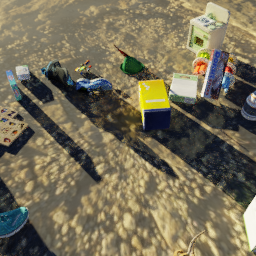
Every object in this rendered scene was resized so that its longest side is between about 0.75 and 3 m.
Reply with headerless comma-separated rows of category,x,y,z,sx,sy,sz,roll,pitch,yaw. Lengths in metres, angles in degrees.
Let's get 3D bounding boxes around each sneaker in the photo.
sneaker,-3.186,-2.321,12.591,0.936,0.837,2.286,-29,40,-18
sneaker,-3.685,2.668,7.777,1.823,0.726,0.707,-19,42,-16
sneaker,-1.472,-1.713,12.194,1.642,0.645,0.732,-1,56,8
sneaker,5.998,-1.127,11.228,2.828,1.123,1.109,-15,47,-15

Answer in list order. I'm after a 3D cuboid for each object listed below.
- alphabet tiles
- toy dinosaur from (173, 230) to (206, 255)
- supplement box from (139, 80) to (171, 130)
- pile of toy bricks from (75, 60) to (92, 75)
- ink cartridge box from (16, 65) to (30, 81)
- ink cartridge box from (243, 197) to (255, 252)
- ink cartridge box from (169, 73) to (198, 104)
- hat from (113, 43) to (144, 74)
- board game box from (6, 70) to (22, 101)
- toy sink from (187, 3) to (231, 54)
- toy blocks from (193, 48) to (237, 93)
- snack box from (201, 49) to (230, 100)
alphabet tiles,-5.237,-0.076,10.919,2.443,0.092,2.042,18,49,16
toy dinosaur,1.654,3.426,7.447,0.809,0.460,1.523,21,50,-15
supplement box,1.014,-0.932,11.058,1.022,1.016,1.867,-4,46,-1
pile of toy bricks,-2.144,-2.864,13.417,0.828,0.460,0.409,-46,32,-17
ink cartridge box,-4.921,-2.591,13.140,0.545,0.328,0.750,-14,49,-14
ink cartridge box,3.656,2.519,7.475,0.562,1.485,1.097,4,47,4
ink cartridge box,2.452,-1.754,12.309,1.127,0.371,1.549,9,47,9
hat,0.119,-3.349,13.248,1.375,1.210,1.139,-14,48,-13
board game box,-4.926,-1.845,12.077,0.250,0.845,1.111,-20,49,-19
toy sink,3.934,-4.823,13.973,1.229,2.193,1.430,-27,53,-24
toy blocks,3.877,-2.573,12.761,1.969,0.858,2.362,14,49,13
snack box,3.658,-2.224,11.746,0.726,2.018,0.245,12,6,-11
